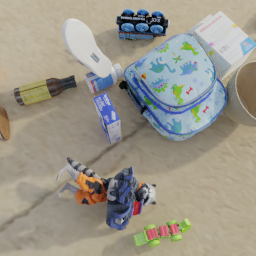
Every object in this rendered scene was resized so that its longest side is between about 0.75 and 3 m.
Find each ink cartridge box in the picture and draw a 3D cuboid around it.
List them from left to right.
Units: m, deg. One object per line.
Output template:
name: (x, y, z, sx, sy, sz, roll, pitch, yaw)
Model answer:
ink cartridge box: (-0.588, -0.225, 8.603, 0.442, 1.999, 0.940, -25, 75, -7)
ink cartridge box: (3.129, -2.904, 9.815, 1.276, 1.243, 1.985, -38, 77, -11)

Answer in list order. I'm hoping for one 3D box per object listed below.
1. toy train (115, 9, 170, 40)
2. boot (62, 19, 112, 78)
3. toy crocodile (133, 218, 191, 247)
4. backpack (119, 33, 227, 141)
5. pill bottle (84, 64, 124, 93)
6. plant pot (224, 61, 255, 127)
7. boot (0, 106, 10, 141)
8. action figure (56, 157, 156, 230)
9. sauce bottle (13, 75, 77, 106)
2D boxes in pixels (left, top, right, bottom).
toy train: (0.512, -3.693, 10.132, 1.932, 1.104, 0.838, 4, 79, 1)
boot: (-1.459, -2.431, 8.519, 1.079, 2.388, 0.869, 33, 81, 32)
toy crocodile: (0.999, 3.047, 8.158, 1.710, 0.528, 0.577, -13, 56, -1)
backpack: (1.547, -1.203, 8.828, 2.705, 2.172, 2.956, -33, 80, -6)
pill bottle: (-0.814, -1.767, 9.757, 1.264, 0.709, 0.709, -23, 74, -7)
plant pot: (3.884, -0.886, 9.020, 2.067, 1.388, 2.067, 6, 71, -17)
boot: (-5.086, -0.417, 9.363, 1.773, 0.852, 2.425, -21, 73, 0)
action figure: (-0.511, 1.547, 7.906, 2.836, 2.931, 1.533, 13, 43, -5)
sauce bottle: (-2.798, -1.333, 9.645, 2.085, 0.675, 0.675, -15, 74, -5)
